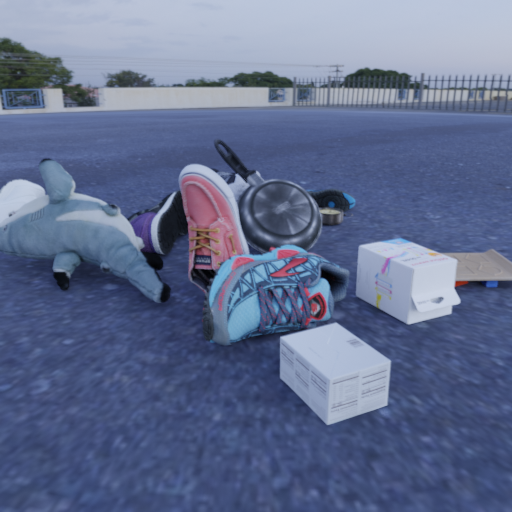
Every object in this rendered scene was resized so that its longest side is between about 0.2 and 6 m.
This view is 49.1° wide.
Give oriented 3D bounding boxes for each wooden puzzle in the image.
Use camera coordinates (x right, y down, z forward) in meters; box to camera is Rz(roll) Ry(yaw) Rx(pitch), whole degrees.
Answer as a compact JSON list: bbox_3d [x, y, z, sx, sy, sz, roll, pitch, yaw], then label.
[{"bbox_3d":[3.890,0.269,10.324,1.464,0.339,1.356,-5,18,-1],"label":"wooden puzzle"}]

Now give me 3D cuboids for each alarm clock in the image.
[{"bbox_3d":[1.902,-0.981,13.913,1.049,0.349,0.708,-6,19,-10],"label":"alarm clock"}]

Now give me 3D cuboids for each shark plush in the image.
[{"bbox_3d":[-3.064,0.018,10.268,4.184,1.901,1.743,31,62,22],"label":"shark plush"}]

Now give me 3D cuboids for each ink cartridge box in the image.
[{"bbox_3d":[2.437,0.395,8.952,0.950,0.926,1.478,-10,21,-27],"label":"ink cartridge box"}]

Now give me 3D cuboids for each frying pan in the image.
[{"bbox_3d":[0.346,-1.415,11.972,1.892,3.127,0.509,-9,-23,-15],"label":"frying pan"}]

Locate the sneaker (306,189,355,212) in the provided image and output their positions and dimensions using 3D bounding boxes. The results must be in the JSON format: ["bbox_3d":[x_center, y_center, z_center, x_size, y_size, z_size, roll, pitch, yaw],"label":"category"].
[{"bbox_3d":[1.896,-1.588,15.273,1.684,0.617,0.690,8,20,22],"label":"sneaker"}]

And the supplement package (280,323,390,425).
[{"bbox_3d":[0.905,1.355,6.634,0.849,0.604,1.090,-10,22,-25],"label":"supplement package"}]

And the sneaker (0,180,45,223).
[{"bbox_3d":[-5.758,-1.026,13.442,1.221,1.044,2.803,14,26,2],"label":"sneaker"}]

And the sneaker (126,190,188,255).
[{"bbox_3d":[-2.301,-0.789,12.410,1.205,1.042,2.752,-4,17,9],"label":"sneaker"}]

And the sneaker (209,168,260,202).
[{"bbox_3d":[-0.975,-1.504,14.124,1.948,1.292,3.424,2,13,7],"label":"sneaker"}]

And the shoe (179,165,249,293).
[{"bbox_3d":[-0.725,-0.286,8.852,0.799,2.237,1.018,-1,45,22],"label":"shoe"}]

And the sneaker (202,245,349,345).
[{"bbox_3d":[0.423,0.527,8.240,1.413,1.173,2.958,14,24,32],"label":"sneaker"}]
